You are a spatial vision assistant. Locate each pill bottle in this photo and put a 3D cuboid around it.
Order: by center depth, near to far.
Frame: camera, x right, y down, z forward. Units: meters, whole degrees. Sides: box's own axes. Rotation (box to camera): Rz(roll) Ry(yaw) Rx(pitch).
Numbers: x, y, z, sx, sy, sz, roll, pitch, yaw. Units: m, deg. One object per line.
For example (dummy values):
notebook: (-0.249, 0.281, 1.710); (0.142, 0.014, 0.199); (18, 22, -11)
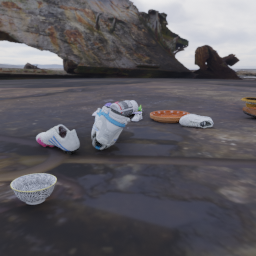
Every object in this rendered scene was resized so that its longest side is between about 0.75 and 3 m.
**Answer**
pill bottle: (-0.187, -0.949, 13.977); (1.356, 0.785, 0.785); (-17, 21, -42)

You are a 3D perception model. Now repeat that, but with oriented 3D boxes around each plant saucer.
plant saucer: (2.020, -0.548, 13.479); (1.915, 0.309, 1.915); (-1, 14, 0)

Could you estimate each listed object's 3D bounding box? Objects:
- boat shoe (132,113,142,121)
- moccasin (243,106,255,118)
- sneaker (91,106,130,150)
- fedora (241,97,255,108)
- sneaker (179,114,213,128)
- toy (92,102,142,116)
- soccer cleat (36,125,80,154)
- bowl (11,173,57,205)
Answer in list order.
boat shoe: (0.421, -0.523, 13.385); (0.341, 0.303, 0.926); (5, 14, 19)
moccasin: (6.954, -0.954, 13.691); (2.588, 0.999, 0.947); (2, 13, 7)
sneaker: (-0.776, 0.071, 9.126); (1.091, 1.261, 2.909); (28, -4, -4)
fedora: (7.377, -1.401, 16.410); (1.590, 0.648, 1.590); (1, 14, 0)
sneaker: (2.897, -0.256, 11.882); (1.395, 0.533, 0.561); (0, 22, 8)
toy: (-0.530, -1.078, 15.116); (2.601, 0.614, 1.497); (1, 13, 4)
soccer cleat: (-2.234, 0.225, 8.834); (1.900, 0.820, 0.664); (11, 26, 36)
bowl: (-1.843, 1.243, 5.539); (0.863, 0.405, 0.863); (1, 14, 0)
